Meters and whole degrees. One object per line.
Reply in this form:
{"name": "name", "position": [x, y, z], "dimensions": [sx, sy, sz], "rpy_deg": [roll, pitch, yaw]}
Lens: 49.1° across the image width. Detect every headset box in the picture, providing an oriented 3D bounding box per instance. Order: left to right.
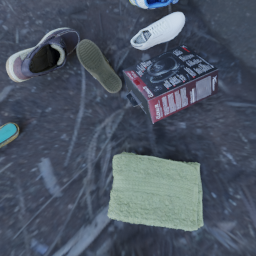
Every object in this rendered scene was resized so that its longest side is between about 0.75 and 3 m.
{"name": "headset box", "position": [1.004, -1.196, 7.452], "dimensions": [2.180, 0.842, 1.622], "rpy_deg": [-26, 45, -8]}

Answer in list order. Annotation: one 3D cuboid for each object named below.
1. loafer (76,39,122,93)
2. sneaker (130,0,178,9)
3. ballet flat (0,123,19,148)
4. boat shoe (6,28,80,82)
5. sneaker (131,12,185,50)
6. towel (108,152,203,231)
{"name": "loafer", "position": [-0.821, -1.699, 7.952], "dimensions": [0.668, 0.593, 1.757], "rpy_deg": [-35, 90, 1]}
{"name": "sneaker", "position": [1.307, -4.181, 8.365], "dimensions": [2.510, 0.928, 1.032], "rpy_deg": [-23, 37, -1]}
{"name": "ballet flat", "position": [-3.537, 0.403, 7.276], "dimensions": [1.567, 0.554, 0.554], "rpy_deg": [-35, 71, -16]}
{"name": "boat shoe", "position": [-2.079, -2.037, 7.720], "dimensions": [0.854, 0.948, 2.636], "rpy_deg": [11, 38, 30]}
{"name": "sneaker", "position": [0.872, -2.814, 8.191], "dimensions": [1.690, 0.680, 0.646], "rpy_deg": [-27, 86, 24]}
{"name": "towel", "position": [0.704, 1.519, 6.737], "dimensions": [2.302, 0.420, 1.708], "rpy_deg": [8, 65, -8]}
